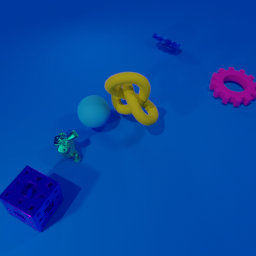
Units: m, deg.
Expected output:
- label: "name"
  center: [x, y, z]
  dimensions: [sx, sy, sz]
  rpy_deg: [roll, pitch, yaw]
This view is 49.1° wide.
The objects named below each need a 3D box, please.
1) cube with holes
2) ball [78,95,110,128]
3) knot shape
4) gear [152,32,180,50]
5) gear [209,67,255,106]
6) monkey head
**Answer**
- label: "cube with holes"
  center: [-2.312, 1.732, 6.852]
  dimensions: [0.980, 0.980, 0.980]
  rpy_deg: [24, 53, 14]
- label: "ball"
  center: [-1.024, -0.496, 8.403]
  dimensions: [0.966, 0.966, 0.966]
  rpy_deg: [0, 52, 0]
- label: "knot shape"
  center: [0.052, -0.967, 7.921]
  dimensions: [1.915, 1.792, 0.885]
  rpy_deg: [39, 77, 26]
- label: "gear"
  center: [1.501, -3.422, 11.026]
  dimensions: [1.130, 0.209, 1.130]
  rpy_deg: [23, 18, -8]
- label: "gear"
  center: [3.660, -1.448, 9.678]
  dimensions: [1.583, 0.293, 1.583]
  rpy_deg: [1, 54, -2]
- label: "monkey head"
  center: [-1.699, 0.442, 8.060]
  dimensions: [0.800, 0.670, 1.112]
  rpy_deg: [-39, 71, 1]
